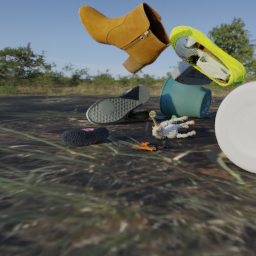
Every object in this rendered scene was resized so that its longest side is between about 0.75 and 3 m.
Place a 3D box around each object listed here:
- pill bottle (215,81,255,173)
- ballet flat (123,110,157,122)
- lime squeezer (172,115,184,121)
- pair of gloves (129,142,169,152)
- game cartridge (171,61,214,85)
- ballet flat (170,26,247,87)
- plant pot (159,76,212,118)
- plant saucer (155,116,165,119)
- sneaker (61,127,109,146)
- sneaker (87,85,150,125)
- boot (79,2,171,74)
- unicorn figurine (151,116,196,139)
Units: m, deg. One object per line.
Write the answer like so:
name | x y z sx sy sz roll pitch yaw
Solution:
pill bottle | 3.199 -0.129 5.763 2.923 1.641 1.641 -8 11 -44
ballet flat | 0.529 -0.532 12.277 1.504 0.507 0.349 -4 -7 5
lime squeezer | 2.226 -0.474 12.939 0.426 0.227 1.205 0 8 -2
pair of gloves | 0.514 0.478 6.896 0.791 0.110 0.887 6 7 41
game cartridge | 3.039 -2.418 11.645 2.563 0.524 1.706 -3 -30 -41
ballet flat | 2.095 -2.085 8.066 0.939 0.936 2.801 -27 59 -37
plant pot | 2.888 -1.379 13.586 1.960 2.086 2.086 20 18 31
plant saucer | 1.211 -0.547 13.814 1.185 0.112 0.414 5 9 35
sneaker | -1.202 0.261 7.561 1.346 0.472 0.552 -3 -9 -34
sneaker | -0.685 -0.778 12.303 2.997 1.140 2.166 -25 2 -28
boot | -0.091 -2.892 7.783 0.935 2.656 1.902 -47 6 -34
unicorn figurine | 1.316 0.008 8.509 1.329 0.715 1.936 -10 -5 -3
